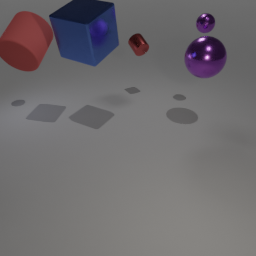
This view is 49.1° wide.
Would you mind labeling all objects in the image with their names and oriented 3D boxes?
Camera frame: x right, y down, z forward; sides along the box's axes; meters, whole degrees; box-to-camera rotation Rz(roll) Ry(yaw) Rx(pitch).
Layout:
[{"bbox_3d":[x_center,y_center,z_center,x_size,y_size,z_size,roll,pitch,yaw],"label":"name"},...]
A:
[{"bbox_3d":[2.884,-3.893,10.417,0.700,0.700,0.700,0,30,0],"label":"ball"},{"bbox_3d":[-3.379,-2.851,9.287,1.400,1.400,1.400,7,59,12],"label":"cylinder"},{"bbox_3d":[0.466,-3.645,12.273,0.700,0.700,0.700,-17,64,-27],"label":"cylinder"},{"bbox_3d":[-1.273,-2.957,8.558,1.400,1.400,1.400,21,52,24],"label":"cube"},{"bbox_3d":[2.629,-2.395,9.532,1.400,1.400,1.400,0,30,0],"label":"ball"}]
